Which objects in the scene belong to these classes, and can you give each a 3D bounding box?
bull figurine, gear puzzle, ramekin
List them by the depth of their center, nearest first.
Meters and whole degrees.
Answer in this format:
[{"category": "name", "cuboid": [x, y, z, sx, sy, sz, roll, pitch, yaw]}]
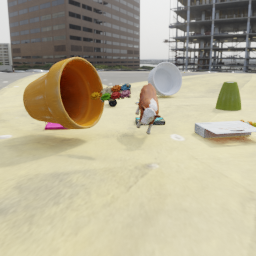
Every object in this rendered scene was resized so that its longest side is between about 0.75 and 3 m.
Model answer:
[{"category": "gear puzzle", "cuboid": [-0.532, -1.070, 8.326, 1.275, 0.167, 0.661, -7, 49, 10]}, {"category": "bull figurine", "cuboid": [0.662, -0.618, 9.524, 0.689, 1.284, 2.115, 14, 42, -6]}, {"category": "ramekin", "cuboid": [2.386, -3.178, 18.668, 2.215, 2.215, 1.080, -6, -1, -24]}]

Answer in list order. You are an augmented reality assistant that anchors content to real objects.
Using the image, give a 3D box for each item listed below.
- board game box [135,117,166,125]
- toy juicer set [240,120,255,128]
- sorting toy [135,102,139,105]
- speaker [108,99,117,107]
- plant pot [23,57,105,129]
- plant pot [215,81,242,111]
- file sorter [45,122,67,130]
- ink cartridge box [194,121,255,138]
[{"category": "board game box", "cuboid": [0.901, -0.290, 11.501, 1.170, 0.165, 0.791, -1, 15, -3]}, {"category": "toy juicer set", "cuboid": [4.320, -0.190, 10.773, 1.238, 0.337, 0.788, 0, 15, 2]}, {"category": "sorting toy", "cuboid": [0.841, -1.438, 16.030, 0.786, 0.116, 0.581, -5, 15, -18]}, {"category": "speaker", "cuboid": [-0.877, -1.487, 15.506, 0.486, 0.486, 1.197, -2, 14, -6]}, {"category": "plant pot", "cuboid": [-2.218, -1.011, 9.184, 2.028, 2.215, 2.215, -5, 10, 31]}, {"category": "plant pot", "cuboid": [5.232, -1.679, 14.434, 1.293, 1.382, 1.293, 0, 15, 0]}, {"category": "file sorter", "cuboid": [-2.676, -0.556, 11.047, 1.004, 0.906, 1.445, -1, 15, -6]}, {"category": "ink cartridge box", "cuboid": [3.390, 0.122, 9.478, 1.784, 0.389, 1.549, -3, 15, -11]}]
